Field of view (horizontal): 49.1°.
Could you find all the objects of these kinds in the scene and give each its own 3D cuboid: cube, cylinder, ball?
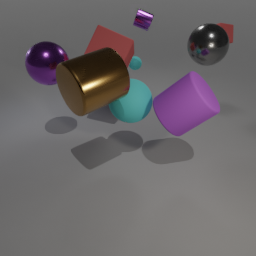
[{"bbox_3d":[-0.681,-2.657,10.345,1.400,1.400,1.400,25,-2,3],"label":"cube"},{"bbox_3d":[3.695,-3.727,11.189,0.700,0.700,0.700,-3,6,-26],"label":"cube"},{"bbox_3d":[-0.900,-1.193,7.179,1.400,1.400,1.400,-28,40,-28],"label":"cylinder"},{"bbox_3d":[1.682,-0.682,8.132,1.400,1.400,1.400,-35,15,30],"label":"cylinder"},{"bbox_3d":[0.079,-0.859,8.904,1.400,1.400,1.400,0,30,0],"label":"ball"},{"bbox_3d":[2.755,-2.863,9.656,1.400,1.400,1.400,0,30,0],"label":"ball"},{"bbox_3d":[-2.604,-2.088,9.106,1.400,1.400,1.400,0,30,0],"label":"ball"},{"bbox_3d":[0.654,-4.618,11.974,0.700,0.700,0.700,20,30,-5],"label":"cylinder"},{"bbox_3d":[0.368,-3.378,14.606,0.700,0.700,0.700,0,30,0],"label":"ball"}]
